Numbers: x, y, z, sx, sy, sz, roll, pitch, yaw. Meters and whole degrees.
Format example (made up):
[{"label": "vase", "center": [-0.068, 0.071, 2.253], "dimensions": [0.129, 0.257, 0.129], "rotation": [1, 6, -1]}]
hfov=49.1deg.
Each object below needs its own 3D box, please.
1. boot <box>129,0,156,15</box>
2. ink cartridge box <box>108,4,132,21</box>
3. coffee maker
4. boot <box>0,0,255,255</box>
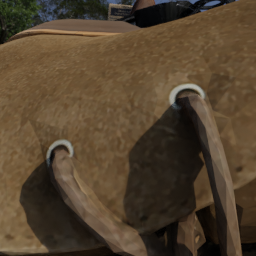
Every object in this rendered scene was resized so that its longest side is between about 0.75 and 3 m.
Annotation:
[{"label": "boot", "center": [0.546, -2.518, 7.354], "dimensions": [0.857, 2.487, 2.669], "rotation": [10, 10, -12]}, {"label": "ink cartridge box", "center": [0.661, -3.780, 10.096], "dimensions": [2.102, 0.958, 2.551], "rotation": [10, 19, 14]}, {"label": "coffee maker", "center": [0.672, -0.872, 4.741], "dimensions": [1.418, 2.105, 2.022], "rotation": [-4, 0, -33]}, {"label": "boot", "center": [0.259, 0.136, 0.707], "dimensions": [2.812, 1.035, 1.061], "rotation": [5, 32, 36]}]
